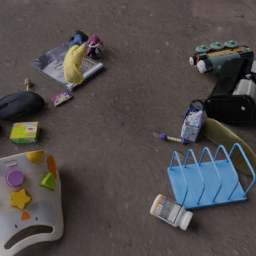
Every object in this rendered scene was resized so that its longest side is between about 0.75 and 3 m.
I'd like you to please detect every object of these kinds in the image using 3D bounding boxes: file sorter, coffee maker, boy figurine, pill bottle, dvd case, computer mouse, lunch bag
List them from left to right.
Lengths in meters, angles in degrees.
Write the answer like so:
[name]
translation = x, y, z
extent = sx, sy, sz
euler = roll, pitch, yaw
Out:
[computer mouse]
translation = -4.516, -0.838, 11.087
extent = 2.409, 0.635, 1.668
euler = -24, 65, -21
[dvd case]
translation = -2.888, -2.979, 13.303
extent = 2.914, 0.233, 2.167
euler = 33, 57, 24
[boy figurine]
translation = -1.922, -2.625, 10.432
extent = 0.719, 1.387, 2.232
euler = 22, 51, -35
[pill bottle]
translation = 1.301, 2.523, 8.356
extent = 1.139, 0.663, 0.663
euler = 24, 54, 18
[lunch bag]
translation = 2.405, -0.191, 10.486
extent = 0.678, 0.930, 1.094
euler = 19, 53, 12
[file sorter]
translation = 2.546, 1.457, 8.810
extent = 2.197, 1.348, 1.525
euler = -7, 49, -5
[coffee maker]
translation = 4.065, -1.594, 11.167
extent = 2.444, 1.714, 2.545
euler = 20, 52, 17

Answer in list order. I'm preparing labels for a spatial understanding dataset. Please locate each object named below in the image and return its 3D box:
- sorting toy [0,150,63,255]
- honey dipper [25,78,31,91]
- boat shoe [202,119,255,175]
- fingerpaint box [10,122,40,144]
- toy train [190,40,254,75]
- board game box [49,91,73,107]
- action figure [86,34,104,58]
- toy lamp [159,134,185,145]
[sorting toy]
translation = -3.089, 2.192, 8.094
extent = 2.901, 1.550, 2.611
euler = -14, 73, -28
[honey dipper]
translation = -4.325, -1.618, 12.148
extent = 0.261, 0.261, 1.376
euler = -11, 53, -9
[boat shoe]
translation = 3.733, 0.553, 9.876
extent = 0.820, 0.892, 2.495
euler = -10, 48, -42
[fingerpaint box]
translation = -3.859, 0.177, 10.549
extent = 0.924, 0.339, 0.771
euler = -3, 51, -4
[toy train]
translation = 4.253, -3.146, 12.688
extent = 2.751, 1.172, 1.568
euler = -12, 38, -10
[board game box]
translation = -2.838, -1.251, 11.915
extent = 0.856, 0.138, 0.514
euler = -36, 54, -26
[action figure]
translation = -1.728, -4.175, 13.846
extent = 0.968, 1.076, 1.445
euler = -2, 63, 6
[toy lamp]
translation = 1.635, 0.407, 10.416
extent = 0.930, 0.271, 0.271
euler = 14, 51, 11
